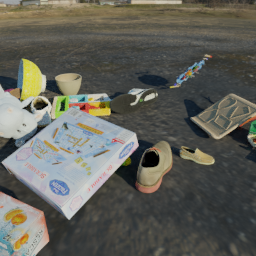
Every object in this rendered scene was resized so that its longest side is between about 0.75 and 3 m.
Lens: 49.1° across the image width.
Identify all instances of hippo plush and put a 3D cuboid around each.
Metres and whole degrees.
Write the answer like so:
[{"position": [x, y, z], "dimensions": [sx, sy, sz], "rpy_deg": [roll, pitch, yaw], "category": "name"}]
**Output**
[{"position": [-4.471, -0.201, 10.116], "dimensions": [2.267, 2.245, 2.819], "rpy_deg": [40, 2, 27], "category": "hippo plush"}]

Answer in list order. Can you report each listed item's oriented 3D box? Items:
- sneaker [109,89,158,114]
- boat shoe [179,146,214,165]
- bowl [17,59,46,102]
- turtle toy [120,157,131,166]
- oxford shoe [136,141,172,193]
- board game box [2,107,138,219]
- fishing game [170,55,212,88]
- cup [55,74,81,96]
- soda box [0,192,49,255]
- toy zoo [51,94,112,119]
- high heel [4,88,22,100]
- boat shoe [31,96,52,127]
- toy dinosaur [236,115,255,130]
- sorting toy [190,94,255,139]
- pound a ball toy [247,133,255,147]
[{"position": [0.073, -1.267, 13.018], "dimensions": [2.391, 0.902, 1.375], "rpy_deg": [-17, 15, -24], "category": "sneaker"}, {"position": [2.242, 0.868, 9.134], "dimensions": [1.146, 0.437, 0.411], "rpy_deg": [12, 30, 21], "category": "boat shoe"}, {"position": [-4.609, -2.203, 13.479], "dimensions": [1.127, 2.094, 2.094], "rpy_deg": [3, 24, -28], "category": "bowl"}, {"position": [-0.608, 0.775, 8.993], "dimensions": [1.053, 0.730, 1.445], "rpy_deg": [-16, 32, -28], "category": "turtle toy"}, {"position": [0.896, 0.917, 8.540], "dimensions": [0.850, 0.902, 2.412], "rpy_deg": [8, 29, 15], "category": "oxford shoe"}, {"position": [-1.694, 0.771, 8.260], "dimensions": [2.896, 0.596, 2.889], "rpy_deg": [23, 54, 36], "category": "board game box"}, {"position": [3.232, -2.789, 14.271], "dimensions": [0.380, 2.442, 1.749], "rpy_deg": [55, 29, 11], "category": "fishing game"}, {"position": [-3.005, -2.150, 14.304], "dimensions": [1.299, 0.929, 1.299], "rpy_deg": [1, 28, 0], "category": "cup"}, {"position": [-3.249, 2.050, 6.371], "dimensions": [2.938, 0.934, 1.005], "rpy_deg": [14, 31, 26], "category": "soda box"}, {"position": [-1.940, -1.059, 12.906], "dimensions": [2.958, 0.303, 1.941], "rpy_deg": [-4, 28, -7], "category": "toy zoo"}, {"position": [-6.145, -1.050, 12.582], "dimensions": [1.351, 0.949, 2.817], "rpy_deg": [-9, 26, 51], "category": "high heel"}, {"position": [-3.735, -0.966, 12.099], "dimensions": [0.917, 0.898, 2.590], "rpy_deg": [-9, 29, -17], "category": "boat shoe"}, {"position": [5.359, -0.602, 11.928], "dimensions": [2.093, 1.211, 2.307], "rpy_deg": [9, 64, -7], "category": "toy dinosaur"}, {"position": [3.966, -0.270, 10.639], "dimensions": [2.209, 0.440, 2.989], "rpy_deg": [-29, 28, -1], "category": "sorting toy"}, {"position": [4.851, 0.472, 9.952], "dimensions": [1.252, 0.532, 0.816], "rpy_deg": [-11, 55, -19], "category": "pound a ball toy"}]
